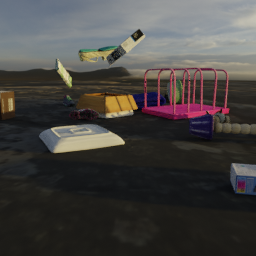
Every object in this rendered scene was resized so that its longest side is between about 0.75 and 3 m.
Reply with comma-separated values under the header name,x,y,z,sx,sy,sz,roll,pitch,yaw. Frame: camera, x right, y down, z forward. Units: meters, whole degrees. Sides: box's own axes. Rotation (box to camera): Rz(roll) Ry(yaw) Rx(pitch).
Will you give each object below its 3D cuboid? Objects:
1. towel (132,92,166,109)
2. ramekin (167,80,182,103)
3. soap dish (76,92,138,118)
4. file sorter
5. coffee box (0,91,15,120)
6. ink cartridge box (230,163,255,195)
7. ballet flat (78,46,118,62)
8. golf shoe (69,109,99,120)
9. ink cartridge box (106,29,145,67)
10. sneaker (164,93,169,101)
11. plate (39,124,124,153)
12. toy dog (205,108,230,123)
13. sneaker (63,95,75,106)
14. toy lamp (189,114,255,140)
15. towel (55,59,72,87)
name,x,y,z,sx,sy,sz,roll,pitch,yaw
towel,0.749,-1.275,13.507,1.833,0.615,2.483,-7,12,-2
ramekin,2.487,-1.909,14.878,0.603,1.235,1.235,-8,12,-1
soap dish,-0.876,-0.958,11.221,1.612,0.832,2.049,-10,15,-40
file sorter,2.344,-1.511,11.390,2.941,1.844,2.044,-7,14,-30
coffee box,-5.181,-0.883,10.476,1.772,1.013,0.706,6,12,19
ink cartridge box,2.031,0.788,4.270,0.824,0.314,0.562,1,12,13
ballet flat,-1.165,-2.952,11.256,1.683,0.585,0.585,-11,15,-17
golf shoe,-1.558,-0.518,10.212,1.087,0.395,0.501,2,12,10
ink cartridge box,-0.176,-2.481,8.847,0.858,0.338,1.726,-46,13,-19
sneaker,2.369,-1.724,15.999,0.551,0.461,1.214,9,19,-4
plate,-1.242,0.187,7.179,1.788,0.289,1.784,-6,14,-26
toy dog,2.961,-0.456,9.580,0.732,0.534,1.109,-9,15,-37
sneaker,-2.986,-1.378,13.962,0.435,0.511,1.168,-8,14,-33
toy lamp,2.801,0.004,7.126,2.438,0.710,0.710,3,12,11
towel,-2.391,-2.061,10.487,0.148,0.968,0.722,-24,44,12
